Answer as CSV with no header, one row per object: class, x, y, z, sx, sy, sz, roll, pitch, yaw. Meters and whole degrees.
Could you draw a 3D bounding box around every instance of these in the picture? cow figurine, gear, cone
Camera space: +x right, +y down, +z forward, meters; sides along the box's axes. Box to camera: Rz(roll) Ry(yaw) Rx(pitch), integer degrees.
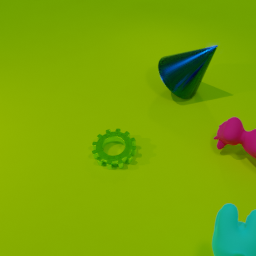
cow figurine,3.053,0.367,6.830,1.625,1.651,0.906,4,63,60
cow figurine,1.703,2.155,4.478,0.931,1.697,1.669,9,72,20
gear,-0.350,0.514,7.164,1.126,0.208,1.126,-3,51,3
cone,2.008,-1.922,8.246,1.600,1.606,1.600,19,54,-29
